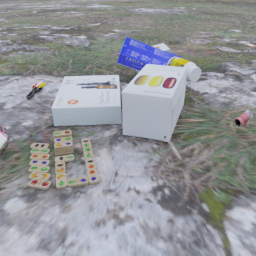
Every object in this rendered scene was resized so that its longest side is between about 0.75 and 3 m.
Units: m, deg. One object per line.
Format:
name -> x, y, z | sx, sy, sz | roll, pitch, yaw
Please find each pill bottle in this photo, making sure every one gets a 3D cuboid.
pill bottle -> 1.716, -1.784, 8.594 | 0.593, 0.593, 1.055 | -17, 33, -26

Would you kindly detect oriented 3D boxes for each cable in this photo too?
cable -> -3.165, -1.300, 9.398 | 0.511, 0.265, 1.053 | 5, 32, 20

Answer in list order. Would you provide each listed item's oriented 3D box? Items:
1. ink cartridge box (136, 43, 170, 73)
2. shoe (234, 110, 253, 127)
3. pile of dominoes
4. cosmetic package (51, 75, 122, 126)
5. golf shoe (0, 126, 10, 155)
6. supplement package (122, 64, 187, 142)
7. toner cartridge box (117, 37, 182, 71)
ink cartridge box -> 0.946, -2.680, 10.945 | 1.254, 0.910, 0.523 | -21, 54, -22
shoe -> 2.782, -0.170, 6.892 | 0.353, 0.776, 0.277 | -32, 72, -1
pile of dominoes -> -1.443, 0.622, 6.074 | 1.403, 0.287, 1.800 | -7, 30, -12
cosmetic package -> -1.137, -0.905, 8.408 | 1.830, 0.627, 2.427 | -4, 30, -2
golf shoe -> -3.077, 0.205, 6.337 | 0.614, 0.484, 1.334 | 34, -2, -37
supplement package -> 0.772, -0.769, 7.529 | 1.267, 1.220, 2.228 | 8, 31, 16
toner cartridge box -> 0.778, -2.387, 9.840 | 2.127, 0.459, 1.010 | 19, 51, -4
